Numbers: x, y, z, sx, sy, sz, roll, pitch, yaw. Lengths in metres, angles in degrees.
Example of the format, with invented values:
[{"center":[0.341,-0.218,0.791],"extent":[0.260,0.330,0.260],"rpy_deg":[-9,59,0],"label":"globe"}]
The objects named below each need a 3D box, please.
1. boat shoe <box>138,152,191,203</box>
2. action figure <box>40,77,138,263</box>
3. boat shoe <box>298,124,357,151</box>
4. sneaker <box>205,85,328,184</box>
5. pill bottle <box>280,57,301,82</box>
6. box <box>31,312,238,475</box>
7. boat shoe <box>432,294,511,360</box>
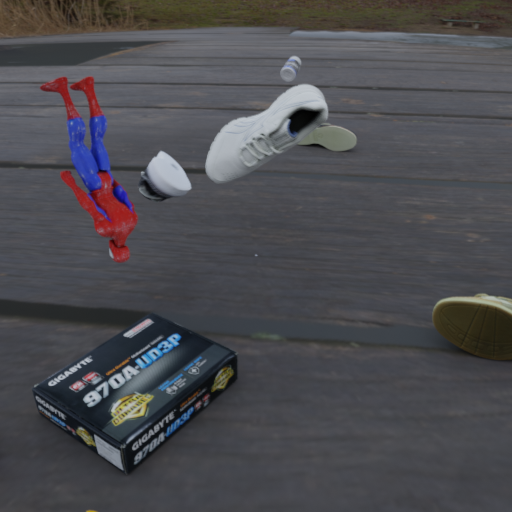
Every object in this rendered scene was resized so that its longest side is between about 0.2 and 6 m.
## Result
[{"center":[-1.507,-1.137,8.701],"extent":[0.705,0.666,1.966],"rpy_deg":[39,8,-20],"label":"boat shoe"},{"center":[-2.147,-1.082,7.480],"extent":[0.635,2.457,0.804],"rpy_deg":[-13,8,28],"label":"action figure"},{"center":[2.171,-3.770,17.568],"extent":[2.182,0.777,0.683],"rpy_deg":[10,27,27],"label":"boat shoe"},{"center":[0.161,-2.233,10.435],"extent":[2.667,0.994,1.162],"rpy_deg":[-36,25,9],"label":"sneaker"},{"center":[0.747,-3.977,11.897],"extent":[0.328,0.328,0.576],"rpy_deg":[9,48,17],"label":"pill bottle"},{"center":[-1.547,1.708,7.542],"extent":[1.719,0.497,2.162],"rpy_deg":[19,34,32],"label":"box"},{"center":[3.869,1.058,8.456],"extent":[2.383,0.869,0.750],"rpy_deg":[9,22,11],"label":"boat shoe"}]
